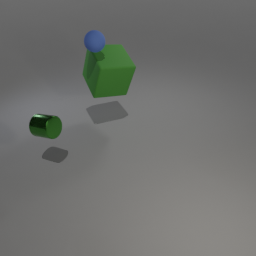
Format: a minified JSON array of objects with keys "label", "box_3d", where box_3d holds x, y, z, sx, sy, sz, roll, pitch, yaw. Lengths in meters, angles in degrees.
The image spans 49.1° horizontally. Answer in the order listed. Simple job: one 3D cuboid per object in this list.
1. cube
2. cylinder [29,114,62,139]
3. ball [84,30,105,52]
[{"label":"cube","box_3d":[-0.751,-2.138,10.482,1.400,1.400,1.400,-9,53,-27]},{"label":"cylinder","box_3d":[-2.473,-0.053,8.431,0.700,0.700,0.700,7,32,28]},{"label":"ball","box_3d":[-1.093,-2.843,9.189,0.700,0.700,0.700,0,32,0]}]
